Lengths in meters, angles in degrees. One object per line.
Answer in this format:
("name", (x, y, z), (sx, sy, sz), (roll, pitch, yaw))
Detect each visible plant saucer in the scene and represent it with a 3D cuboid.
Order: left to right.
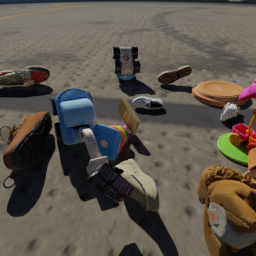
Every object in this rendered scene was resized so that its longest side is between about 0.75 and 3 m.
("plant saucer", (3.600, -1.426, 10.955), (2.125, 0.343, 2.125), (1, 30, 0))

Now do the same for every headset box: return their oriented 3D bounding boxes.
("headset box", (-0.302, 1.052, 5.179), (0.797, 0.593, 0.308), (41, 59, -7))

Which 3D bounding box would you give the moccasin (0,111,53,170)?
("moccasin", (-2.750, 0.251, 7.412), (0.973, 0.922, 2.521), (-6, 32, 1))

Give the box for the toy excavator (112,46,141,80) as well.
("toy excavator", (-0.224, -3.118, 13.234), (1.142, 2.285, 2.222), (-3, 74, -8))

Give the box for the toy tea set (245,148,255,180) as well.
("toy tea set", (3.776, 1.030, 5.692), (2.646, 1.573, 0.979), (-5, 53, 17))

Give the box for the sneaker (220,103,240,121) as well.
("sneaker", (3.403, -0.526, 9.325), (0.451, 0.428, 1.120), (26, 39, 23))

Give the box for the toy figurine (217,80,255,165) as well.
("toy figurine", (3.445, -0.160, 7.044), (1.624, 1.990, 2.163), (-17, 34, -27))

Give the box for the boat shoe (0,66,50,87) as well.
("boat shoe", (-4.381, -2.099, 11.708), (2.190, 0.779, 0.685), (-6, 31, -5))

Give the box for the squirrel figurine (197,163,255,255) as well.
("squirrel figurine", (2.299, 1.402, 5.008), (1.846, 1.400, 1.978), (1, 32, -13))

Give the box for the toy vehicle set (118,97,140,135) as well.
("toy vehicle set", (0.014, -0.359, 8.408), (0.131, 0.613, 0.987), (-17, 59, -26))

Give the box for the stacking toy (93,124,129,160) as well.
("stacking toy", (-0.304, 0.232, 7.772), (0.826, 0.873, 1.504), (17, 20, 20))

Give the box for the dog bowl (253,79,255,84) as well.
("dog bowl", (6.013, -1.633, 10.972), (1.541, 0.685, 2.765), (-1, 29, 0))

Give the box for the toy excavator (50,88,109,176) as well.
("toy excavator", (-1.227, 0.030, 7.336), (1.167, 2.271, 2.335), (-11, 3, -19))

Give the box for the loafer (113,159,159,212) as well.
("loafer", (0.138, 1.246, 5.997), (0.580, 0.643, 1.700), (-12, 22, -18))

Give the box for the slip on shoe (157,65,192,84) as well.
("slip on shoe", (1.993, -2.319, 12.063), (1.498, 0.569, 0.454), (-21, 22, 10))

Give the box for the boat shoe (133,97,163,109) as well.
("boat shoe", (0.717, -0.869, 9.903), (1.097, 0.403, 0.358), (-2, 26, -2))
